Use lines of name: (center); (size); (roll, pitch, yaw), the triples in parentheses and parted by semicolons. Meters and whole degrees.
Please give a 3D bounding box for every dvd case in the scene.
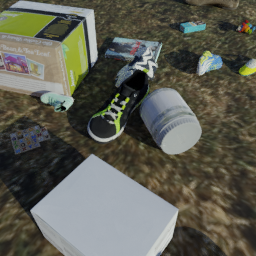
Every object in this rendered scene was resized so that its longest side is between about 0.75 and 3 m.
dvd case: (0.232, -2.974, 10.673); (1.916, 0.211, 1.399); (11, 45, 10)

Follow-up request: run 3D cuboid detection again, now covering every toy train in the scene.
toy train: (4.957, -4.136, 11.793); (0.547, 0.400, 0.945); (37, 54, 15)

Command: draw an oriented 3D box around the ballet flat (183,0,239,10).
ballet flat: (4.100, -6.432, 13.938); (2.757, 0.639, 0.929); (15, 46, 15)

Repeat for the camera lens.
camera lens: (1.037, -0.216, 7.102); (1.172, 1.172, 1.465); (-13, 46, -13)

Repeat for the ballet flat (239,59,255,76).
ballet flat: (4.418, -2.216, 9.709); (1.362, 0.456, 0.455); (-20, 48, -19)

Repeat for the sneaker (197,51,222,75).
sneaker: (2.848, -2.228, 9.655); (0.765, 0.552, 1.457); (16, 45, 15)

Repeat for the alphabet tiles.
alphabet tiles: (-2.586, 0.269, 7.439); (0.950, 0.036, 0.794); (-20, 47, -19)

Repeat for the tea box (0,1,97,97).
tea box: (-2.797, -2.575, 9.036); (2.816, 1.881, 2.770); (12, 45, 13)

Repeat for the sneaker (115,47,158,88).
sneaker: (0.369, -1.687, 8.990); (1.586, 1.032, 0.633); (-54, 35, -12)

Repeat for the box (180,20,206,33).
box: (2.791, -4.371, 12.086); (1.032, 0.254, 0.425); (-16, 46, -15)

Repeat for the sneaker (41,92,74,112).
sneaker: (-2.100, -0.721, 7.935); (0.974, 0.358, 0.574); (6, 36, 8)

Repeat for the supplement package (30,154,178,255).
supplement package: (-0.390, 1.740, 5.082); (2.019, 1.119, 1.572); (29, 53, 25)

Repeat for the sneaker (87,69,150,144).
sneaker: (-0.237, -0.730, 7.528); (0.917, 1.059, 2.558); (28, 59, 14)
